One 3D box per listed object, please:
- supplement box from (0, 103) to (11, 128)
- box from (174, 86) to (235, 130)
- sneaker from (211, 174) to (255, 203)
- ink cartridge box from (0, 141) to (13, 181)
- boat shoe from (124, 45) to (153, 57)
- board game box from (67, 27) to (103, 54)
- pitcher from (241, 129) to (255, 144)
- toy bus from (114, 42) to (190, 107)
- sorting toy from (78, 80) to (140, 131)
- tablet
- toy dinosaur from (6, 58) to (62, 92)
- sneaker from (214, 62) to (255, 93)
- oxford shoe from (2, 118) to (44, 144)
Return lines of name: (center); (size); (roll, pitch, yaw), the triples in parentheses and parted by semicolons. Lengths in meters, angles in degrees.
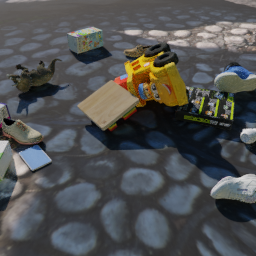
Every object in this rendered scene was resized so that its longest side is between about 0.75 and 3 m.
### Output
supplement box: (-5.043, -0.292, 10.119); (0.722, 0.707, 1.397); (12, 38, 16)
box: (3.092, -0.875, 11.095); (2.106, 0.518, 2.180); (13, 38, 14)
sneaker: (2.999, 1.683, 7.546); (1.534, 0.574, 0.764); (-10, 37, -13)
ink cartridge box: (-4.470, 0.988, 8.405); (1.583, 0.665, 1.152); (-1, 36, -1)
boat shoe: (0.680, -4.420, 15.820); (1.855, 0.599, 0.661); (-4, 37, -6)
board game box: (-2.512, -5.227, 16.597); (1.876, 0.984, 0.967); (-29, 45, -34)
pitcher: (4.166, 0.224, 9.672); (0.811, 0.492, 0.696); (-14, 22, -36)
toy bus: (0.714, -1.795, 11.051); (2.824, 1.996, 2.942); (-21, 30, 5)
sorting toy: (-0.698, -0.767, 10.539); (1.728, 0.601, 1.717); (-40, 52, -15)
tablet: (-2.982, 0.939, 8.982); (0.677, 0.071, 1.041); (-26, 45, -31)
toy dinosaur: (-4.213, -2.397, 12.944); (2.898, 1.115, 1.482); (-21, 53, -35)
sneaker: (4.502, -2.276, 12.403); (2.527, 0.970, 1.406); (-7, 40, -27)
oxford shoe: (-3.697, 0.093, 9.656); (1.708, 0.630, 0.604); (13, 38, 17)
